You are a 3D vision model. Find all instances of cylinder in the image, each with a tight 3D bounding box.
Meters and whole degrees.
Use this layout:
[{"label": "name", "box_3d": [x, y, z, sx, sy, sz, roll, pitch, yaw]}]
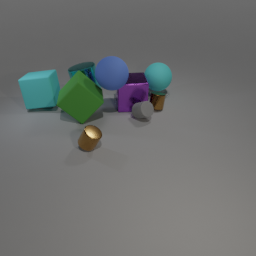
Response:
[{"label": "cylinder", "box_3d": [1.351, -1.272, 13.026, 0.700, 0.700, 0.700, 8, 20, -3]}, {"label": "cylinder", "box_3d": [-1.394, 0.367, 10.240, 0.700, 0.700, 0.700, 21, 38, -18]}, {"label": "cylinder", "box_3d": [0.637, -0.780, 12.133, 0.700, 0.700, 0.700, -24, 10, -33]}, {"label": "cylinder", "box_3d": [-2.184, -2.469, 14.206, 1.400, 1.400, 1.400, -11, 28, 6]}]

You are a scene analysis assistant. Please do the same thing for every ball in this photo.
[{"label": "ball", "box_3d": [1.496, -2.557, 14.016, 1.400, 1.400, 1.400, 0, 32, 0]}, {"label": "ball", "box_3d": [-0.670, -2.263, 11.636, 1.400, 1.400, 1.400, 0, 32, 0]}]

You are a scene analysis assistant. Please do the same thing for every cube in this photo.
[{"label": "cube", "box_3d": [-4.045, -1.822, 13.083, 1.400, 1.400, 1.400, -6, 24, 3]}, {"label": "cube", "box_3d": [-2.037, -1.332, 12.045, 1.400, 1.400, 1.400, 38, 19, -26]}, {"label": "cube", "box_3d": [0.162, -1.692, 13.156, 1.400, 1.400, 1.400, -3, 32, -5]}]
